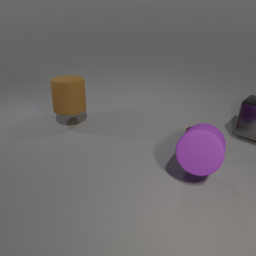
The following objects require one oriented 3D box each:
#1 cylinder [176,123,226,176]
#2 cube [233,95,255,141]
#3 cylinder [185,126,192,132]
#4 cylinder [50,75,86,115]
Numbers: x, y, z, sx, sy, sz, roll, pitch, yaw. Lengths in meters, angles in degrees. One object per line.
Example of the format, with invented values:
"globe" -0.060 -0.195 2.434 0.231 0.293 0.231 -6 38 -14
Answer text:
"cylinder" 2.308 0.633 8.779 1.400 1.400 1.400 12 13 18
"cube" 5.219 -0.372 11.106 1.400 1.400 1.400 21 28 31
"cylinder" 2.492 0.394 10.475 0.700 0.700 0.700 3 61 6
"cylinder" -2.520 -1.413 11.906 1.400 1.400 1.400 0 22 0
